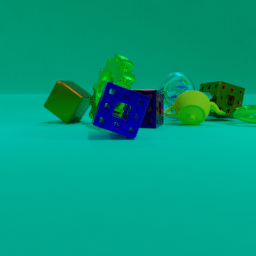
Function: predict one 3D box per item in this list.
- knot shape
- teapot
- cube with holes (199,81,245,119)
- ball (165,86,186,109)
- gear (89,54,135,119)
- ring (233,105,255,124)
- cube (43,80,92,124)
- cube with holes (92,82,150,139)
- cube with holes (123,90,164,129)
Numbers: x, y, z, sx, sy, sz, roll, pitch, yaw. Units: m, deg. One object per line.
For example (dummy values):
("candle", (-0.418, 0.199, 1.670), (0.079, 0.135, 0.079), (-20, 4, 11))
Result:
("knot shape", (1.781, -0.963, 9.392), (1.790, 0.827, 1.675), (19, -35, -6))
("teapot", (1.949, -0.530, 8.292), (1.749, 1.087, 0.856), (-4, 41, 16))
("cube with holes", (3.198, -0.947, 9.793), (1.076, 1.076, 1.076), (11, -1, -22))
("ball", (2.005, -1.010, 10.677), (1.190, 1.190, 1.190), (0, 8, 0))
("gear", (-0.492, -0.997, 7.661), (0.366, 1.981, 1.981), (17, -1, -27))
("ring", (3.848, -0.396, 8.396), (1.345, 0.269, 1.345), (10, -9, 2))
("cube", (-1.875, -0.845, 9.005), (0.995, 0.995, 0.995), (36, 15, 8))
("cube with holes", (-0.193, -0.410, 6.253), (0.950, 0.950, 0.950), (19, 4, -10))
("cube with holes", (0.433, -0.587, 8.224), (1.051, 1.051, 1.051), (3, 8, 18))
